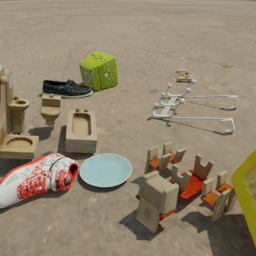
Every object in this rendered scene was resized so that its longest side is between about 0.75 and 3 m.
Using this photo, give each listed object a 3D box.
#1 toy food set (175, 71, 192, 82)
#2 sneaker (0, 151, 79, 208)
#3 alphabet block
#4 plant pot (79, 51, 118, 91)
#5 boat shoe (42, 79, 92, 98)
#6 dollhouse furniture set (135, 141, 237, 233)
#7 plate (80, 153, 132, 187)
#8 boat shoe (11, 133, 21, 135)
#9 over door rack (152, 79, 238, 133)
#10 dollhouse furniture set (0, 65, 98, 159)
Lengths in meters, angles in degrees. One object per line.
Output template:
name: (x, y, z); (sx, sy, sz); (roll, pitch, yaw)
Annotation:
toy food set: (2.787, -2.621, 13.992); (0.754, 0.317, 1.051); (2, 31, 3)
sneaker: (-2.186, 1.337, 7.001); (1.159, 0.722, 2.163); (14, 31, 26)
alphabet block: (3.611, 1.280, 5.090); (2.205, 2.154, 2.165); (23, 29, -10)
plant pot: (-1.407, -2.577, 12.946); (1.283, 1.414, 1.407); (-32, 43, -31)
boat shoe: (-2.674, -1.813, 12.237); (2.215, 0.734, 0.828); (5, 31, 7)
dollhouse furniture set: (1.216, 1.465, 6.776); (2.207, 1.149, 2.231); (-13, 32, -42)
plate: (-0.608, 1.194, 7.776); (1.445, 0.185, 1.445); (-1, 30, 0)
boat shoe: (-3.580, 0.381, 8.933); (0.403, 0.337, 1.081); (-36, 33, 13)
over door rack: (2.655, -1.004, 10.671); (2.980, 0.993, 2.202); (12, 34, 19)
dollhouse furniture set: (-2.271, -0.696, 8.353); (2.796, 2.279, 2.659); (4, 27, -11)
